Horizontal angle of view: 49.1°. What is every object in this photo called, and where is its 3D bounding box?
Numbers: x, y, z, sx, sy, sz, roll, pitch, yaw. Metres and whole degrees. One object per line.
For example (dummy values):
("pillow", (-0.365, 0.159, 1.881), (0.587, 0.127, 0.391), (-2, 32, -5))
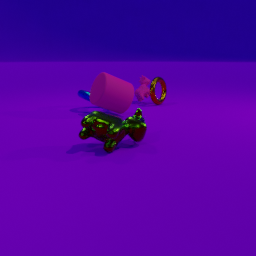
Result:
("cylinder", (-0.511, -1.076, 8.754), (1.038, 1.038, 1.038), (18, 4, -31))
("ring", (1.169, -1.429, 10.757), (0.216, 1.079, 1.079), (5, 15, 37))
("ring", (-1.128, -0.999, 9.800), (1.338, 0.268, 1.338), (21, 0, 0))
("cow figurine", (-0.263, -0.049, 5.824), (1.268, 0.696, 1.247), (23, 35, 9))
("cow figurine", (0.567, -1.601, 11.231), (0.918, 0.904, 0.504), (-32, 0, -28))
